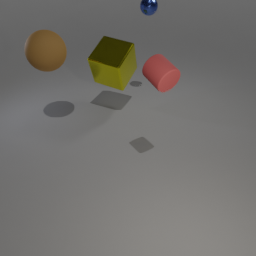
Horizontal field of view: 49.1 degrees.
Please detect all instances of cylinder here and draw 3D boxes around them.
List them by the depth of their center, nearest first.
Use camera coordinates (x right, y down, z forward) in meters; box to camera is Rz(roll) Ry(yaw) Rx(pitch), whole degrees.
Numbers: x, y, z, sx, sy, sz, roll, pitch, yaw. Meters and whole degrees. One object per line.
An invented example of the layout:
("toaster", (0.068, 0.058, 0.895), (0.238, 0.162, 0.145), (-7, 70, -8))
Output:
("cylinder", (0.828, -1.369, 7.010), (0.700, 0.700, 0.700), (-21, 56, -29))

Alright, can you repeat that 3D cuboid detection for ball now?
("ball", (-2.832, -2.659, 9.675), (1.400, 1.400, 1.400), (0, 33, 0))
("ball", (0.821, -4.786, 10.989), (0.700, 0.700, 0.700), (0, 33, 0))

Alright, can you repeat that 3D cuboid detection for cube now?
("cube", (-0.586, -2.615, 11.356), (1.400, 1.400, 1.400), (20, 64, 18))
